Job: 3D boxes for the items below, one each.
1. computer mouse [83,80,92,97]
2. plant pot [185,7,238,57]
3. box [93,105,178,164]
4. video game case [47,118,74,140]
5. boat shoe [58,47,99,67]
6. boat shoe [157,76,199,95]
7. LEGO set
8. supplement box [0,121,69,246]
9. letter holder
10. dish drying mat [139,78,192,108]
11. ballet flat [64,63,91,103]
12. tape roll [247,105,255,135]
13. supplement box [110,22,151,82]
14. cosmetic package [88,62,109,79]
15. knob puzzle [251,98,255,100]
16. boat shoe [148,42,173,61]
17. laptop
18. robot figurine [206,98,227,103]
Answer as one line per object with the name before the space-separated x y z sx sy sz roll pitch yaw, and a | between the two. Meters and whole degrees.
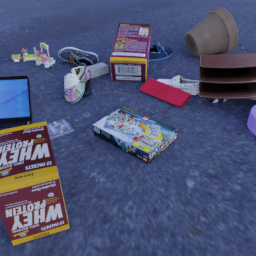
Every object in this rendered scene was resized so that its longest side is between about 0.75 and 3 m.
computer mouse | -1.779 -1.724 12.247 0.454 0.263 1.548 -22 31 8
plant pot | 4.332 -4.941 15.139 2.116 2.426 2.426 -25 40 -5
box | 0.223 0.126 9.455 2.382 0.449 1.627 26 43 31
video game case | -2.634 0.073 9.827 1.245 0.118 0.890 -19 40 -25
boat shoe | -2.651 -3.561 14.249 2.184 0.773 0.992 9 33 9
boat shoe | 2.161 -1.967 12.134 1.993 0.691 0.706 10 40 16
LEGO set | -4.864 -3.897 14.587 2.549 0.949 1.172 16 39 21
supplement box | -2.314 1.246 6.656 1.298 1.928 1.955 -12 38 -16
letter holder | 3.842 -1.950 10.653 2.208 1.110 1.569 2 42 14
dish drying mat | 1.532 -1.492 11.736 2.147 0.195 0.825 27 67 33
ballet flat | -2.236 -2.060 12.033 0.902 0.929 2.609 -11 33 16
tape roll | 5.177 -0.203 9.808 1.773 0.582 1.773 0 35 0
supplement box | 0.188 -3.671 13.393 1.640 1.273 2.972 5 52 6
cosmetic package | -1.502 -2.789 13.506 1.030 0.464 0.550 -26 43 -27
knob puzzle | 5.293 -2.007 11.830 3.254 0.451 3.254 -11 28 6
boat shoe | 1.528 -4.100 15.037 2.175 0.747 0.915 -22 41 -27
laptop | -4.664 -0.385 9.282 2.573 1.500 2.904 -5 36 -5
robot figurine | 3.615 -1.325 11.362 0.909 0.567 0.683 -7 44 -9
